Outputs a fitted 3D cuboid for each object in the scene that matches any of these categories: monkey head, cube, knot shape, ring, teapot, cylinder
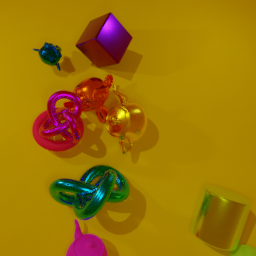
[{"bbox_3d":[-2.452,-2.353,8.957,1.087,0.782,0.655,38,110,-10],"label":"monkey head"},{"bbox_3d":[-0.749,-2.719,8.822,1.104,1.104,1.104,3,61,48],"label":"cube"},{"bbox_3d":[-1.892,-0.200,7.729,1.384,0.683,1.479,-21,75,24],"label":"knot shape"},{"bbox_3d":[-2.051,0.020,8.272,1.494,0.299,1.494,4,57,-7],"label":"ring"},{"bbox_3d":[-1.011,3.018,6.870,1.028,0.810,1.654,-9,38,-30],"label":"teapot"},{"bbox_3d":[-0.122,-0.240,7.978,1.253,0.987,2.016,-14,77,39],"label":"teapot"},{"bbox_3d":[-1.038,-0.859,8.560,1.789,1.287,1.078,-33,35,-3],"label":"monkey head"},{"bbox_3d":[-0.807,1.545,7.239,1.950,2.084,0.963,-14,93,-47],"label":"knot shape"},{"bbox_3d":[2.249,2.160,6.870,1.169,1.169,1.169,17,94,6],"label":"cylinder"}]

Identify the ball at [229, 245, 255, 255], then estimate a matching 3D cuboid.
[{"bbox_3d":[2.900,3.302,6.869,0.813,0.813,0.813,0,69,0],"label":"ball"}]
